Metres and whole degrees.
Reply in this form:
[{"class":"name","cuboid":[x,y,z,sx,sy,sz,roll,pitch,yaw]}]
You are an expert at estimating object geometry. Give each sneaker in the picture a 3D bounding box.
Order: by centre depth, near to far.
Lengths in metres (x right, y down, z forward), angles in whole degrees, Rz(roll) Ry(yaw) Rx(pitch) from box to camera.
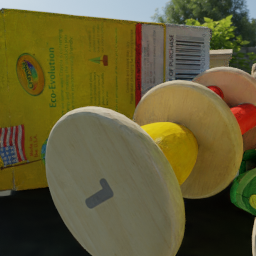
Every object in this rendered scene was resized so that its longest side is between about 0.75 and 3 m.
[{"class":"sneaker","cuboid":[1.520,0.342,2.675,0.791,0.701,1.893,11,13,37]}]

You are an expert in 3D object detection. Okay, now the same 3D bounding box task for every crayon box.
[{"class":"crayon box","cuboid":[-0.406,-0.353,3.425,2.931,1.861,0.745,-3,8,-23]}]

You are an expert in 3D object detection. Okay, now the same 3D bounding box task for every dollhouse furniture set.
[{"class":"dollhouse furniture set","cuboid":[2.142,-1.341,7.638,2.656,1.881,2.891,3,26,20]}]

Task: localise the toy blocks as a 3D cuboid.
[{"class":"toy blocks","cuboid":[1.179,0.064,2.135,2.300,1.002,2.759,6,20,38]}]
